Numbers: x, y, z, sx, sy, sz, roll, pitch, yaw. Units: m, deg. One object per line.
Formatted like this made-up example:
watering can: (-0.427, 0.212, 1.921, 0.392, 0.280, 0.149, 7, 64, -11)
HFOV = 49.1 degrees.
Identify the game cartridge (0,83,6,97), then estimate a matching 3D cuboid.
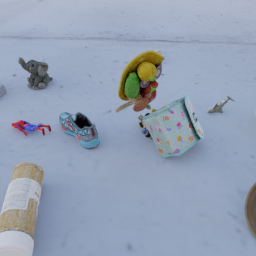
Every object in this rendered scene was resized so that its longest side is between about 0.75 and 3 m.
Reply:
game cartridge: (-6.944, -1.720, 12.553, 2.645, 0.541, 1.761, 13, 34, 18)

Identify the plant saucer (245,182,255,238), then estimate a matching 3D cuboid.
plant saucer: (3.807, 1.973, 6.583, 0.296, 2.012, 2.012, 30, 13, -42)

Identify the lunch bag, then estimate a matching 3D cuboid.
lunch bag: (1.658, -0.098, 9.196, 1.838, 1.566, 1.121, -27, 4, -29)

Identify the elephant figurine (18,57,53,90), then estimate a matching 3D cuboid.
elephant figurine: (-4.209, -2.667, 12.863, 1.149, 1.624, 1.260, -3, 36, -5)

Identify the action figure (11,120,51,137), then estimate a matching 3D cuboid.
action figure: (-3.619, -0.009, 10.223, 1.662, 0.430, 0.544, 11, 31, 23)

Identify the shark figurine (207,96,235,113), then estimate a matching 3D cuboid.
shark figurine: (3.791, -0.856, 11.305, 0.464, 1.112, 0.664, 60, 25, 10)

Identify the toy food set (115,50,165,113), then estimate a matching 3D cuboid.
toy food set: (0.516, -1.209, 8.825, 1.500, 2.550, 0.833, -25, 65, -23)

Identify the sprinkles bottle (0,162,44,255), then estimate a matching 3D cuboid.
sprinkles bottle: (-2.674, 2.005, 6.971, 0.890, 0.890, 2.608, -5, 36, -6)

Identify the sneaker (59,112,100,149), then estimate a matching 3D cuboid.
sneaker: (-1.732, -0.206, 9.942, 0.853, 1.028, 2.151, -29, 45, -34)

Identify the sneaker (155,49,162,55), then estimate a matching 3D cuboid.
sneaker: (1.387, -4.056, 15.914, 1.297, 0.470, 0.466, -29, 82, -19)

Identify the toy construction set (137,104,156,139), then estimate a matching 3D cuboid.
toy construction set: (1.019, -0.278, 10.222, 1.418, 1.183, 1.090, 10, 19, -22)
